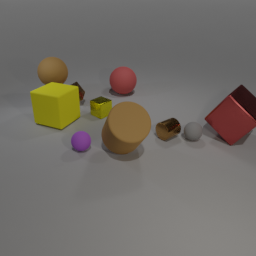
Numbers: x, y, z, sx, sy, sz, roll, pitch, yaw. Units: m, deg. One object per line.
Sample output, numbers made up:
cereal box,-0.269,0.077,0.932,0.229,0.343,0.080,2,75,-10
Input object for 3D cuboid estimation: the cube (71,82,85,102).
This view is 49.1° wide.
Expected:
cube,-2.557,-1.635,13.303,0.700,0.700,0.700,-24,33,21

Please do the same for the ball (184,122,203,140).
ball,2.438,0.114,10.464,0.700,0.700,0.700,0,28,0

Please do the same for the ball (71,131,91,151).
ball,-1.643,0.456,9.811,0.700,0.700,0.700,0,28,0

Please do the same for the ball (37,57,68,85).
ball,-3.533,-2.630,13.180,1.400,1.400,1.400,0,28,0

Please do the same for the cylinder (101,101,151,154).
cylinder,-0.093,0.031,9.286,1.400,1.400,1.400,5,68,-12

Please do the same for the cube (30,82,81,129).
cube,-2.971,-0.966,11.644,1.400,1.400,1.400,12,29,22

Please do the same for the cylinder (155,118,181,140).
cylinder,1.519,0.032,10.590,0.700,0.700,0.700,-21,35,-32

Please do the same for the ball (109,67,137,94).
ball,-0.252,-2.447,14.400,1.400,1.400,1.400,0,28,0

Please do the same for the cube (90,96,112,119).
cube,-1.183,-0.908,12.361,0.700,0.700,0.700,23,36,36

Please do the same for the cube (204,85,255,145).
cube,3.992,-0.493,10.321,1.400,1.400,1.400,47,45,10
